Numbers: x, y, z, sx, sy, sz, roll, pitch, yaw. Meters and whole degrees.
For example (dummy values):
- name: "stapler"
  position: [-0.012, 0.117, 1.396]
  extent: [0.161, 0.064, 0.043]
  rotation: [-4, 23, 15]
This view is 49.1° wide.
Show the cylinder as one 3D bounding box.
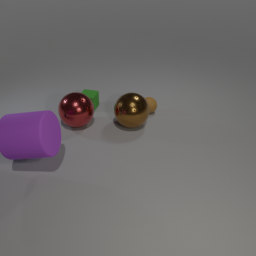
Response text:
- name: "cylinder"
  position: [-2.936, 0.219, 8.444]
  extent: [1.400, 1.400, 1.400]
  rotation: [-4, 32, 10]

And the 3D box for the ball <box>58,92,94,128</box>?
- name: "ball"
  position: [-2.038, -0.714, 11.053]
  extent: [1.400, 1.400, 1.400]
  rotation: [0, 33, 0]

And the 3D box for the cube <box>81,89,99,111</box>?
- name: "cube"
  position: [-1.733, -1.241, 12.482]
  extent: [0.700, 0.700, 0.700]
  rotation: [9, 35, 11]

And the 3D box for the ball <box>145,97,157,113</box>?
- name: "ball"
  position: [0.907, -0.989, 12.072]
  extent: [0.700, 0.700, 0.700]
  rotation: [0, 33, 0]

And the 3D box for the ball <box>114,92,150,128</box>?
- name: "ball"
  position: [0.146, -0.692, 11.004]
  extent: [1.400, 1.400, 1.400]
  rotation: [0, 33, 0]
